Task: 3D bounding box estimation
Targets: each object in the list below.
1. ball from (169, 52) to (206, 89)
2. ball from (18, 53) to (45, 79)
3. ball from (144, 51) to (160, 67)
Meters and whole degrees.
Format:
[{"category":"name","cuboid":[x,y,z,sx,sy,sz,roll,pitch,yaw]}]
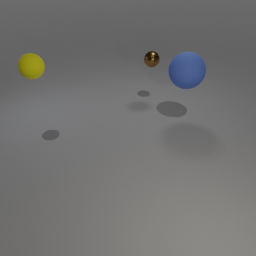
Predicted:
[{"category":"ball","cuboid":[2.261,-2.194,10.724,1.400,1.400,1.400,0,32,0]},{"category":"ball","cuboid":[-2.668,-1.702,7.732,0.700,0.700,0.700,0,32,0]},{"category":"ball","cuboid":[1.044,-3.010,12.261,0.700,0.700,0.700,0,32,0]}]
